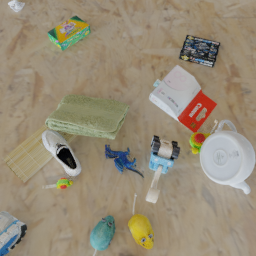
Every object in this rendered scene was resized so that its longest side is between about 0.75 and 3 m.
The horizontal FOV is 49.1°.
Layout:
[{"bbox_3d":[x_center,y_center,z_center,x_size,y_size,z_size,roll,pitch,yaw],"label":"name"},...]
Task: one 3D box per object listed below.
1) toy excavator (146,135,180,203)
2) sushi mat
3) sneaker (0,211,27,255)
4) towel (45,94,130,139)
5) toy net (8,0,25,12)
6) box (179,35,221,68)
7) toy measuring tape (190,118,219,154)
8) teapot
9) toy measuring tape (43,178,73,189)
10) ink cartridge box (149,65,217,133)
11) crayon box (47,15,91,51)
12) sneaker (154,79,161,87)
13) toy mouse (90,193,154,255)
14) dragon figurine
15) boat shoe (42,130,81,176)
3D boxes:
[{"bbox_3d":[1.070,1.385,9.543,0.927,1.805,1.857,16,104,1],"label":"toy excavator"},{"bbox_3d":[-3.193,0.663,10.387,1.299,0.164,2.715,40,67,15],"label":"sushi mat"},{"bbox_3d":[-4.450,3.664,8.321,1.207,1.044,2.786,32,56,24],"label":"sneaker"},{"bbox_3d":[-1.471,-0.513,10.548,2.772,0.506,2.057,9,42,11],"label":"towel"},{"bbox_3d":[-6.067,-7.013,14.683,1.238,0.456,2.361,-10,61,-6],"label":"toy net"},{"bbox_3d":[3.256,-3.505,12.701,1.629,0.375,1.295,17,61,9],"label":"box"},{"bbox_3d":[2.764,0.220,10.434,0.653,0.653,1.775,29,64,15],"label":"toy measuring tape"},{"bbox_3d":[3.512,0.958,9.522,1.416,1.939,1.914,3,26,-39],"label":"teapot"},{"bbox_3d":[-2.419,1.915,9.587,1.064,0.391,0.391,-6,60,-4],"label":"toy measuring tape"},{"bbox_3d":[2.269,-1.178,11.053,2.280,0.651,1.853,37,66,12],"label":"ink cartridge box"},{"bbox_3d":[-2.756,-4.488,13.190,1.730,0.504,1.028,-41,68,-21],"label":"crayon box"},{"bbox_3d":[1.455,-1.592,11.676,0.392,0.354,0.958,-46,69,4],"label":"sneaker"},{"bbox_3d":[-0.335,3.636,8.482,2.511,0.547,2.825,-20,62,-11],"label":"toy mouse"},{"bbox_3d":[-0.177,1.257,9.869,0.894,0.529,1.798,-26,64,-14],"label":"dragon figurine"},{"bbox_3d":[-2.346,0.765,9.947,0.758,0.674,2.061,-39,75,-22],"label":"boat shoe"}]
